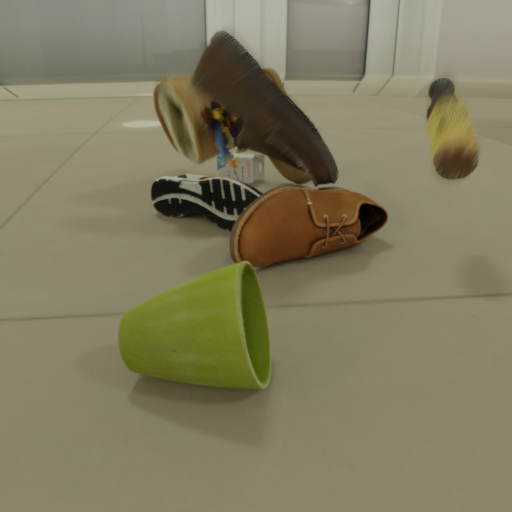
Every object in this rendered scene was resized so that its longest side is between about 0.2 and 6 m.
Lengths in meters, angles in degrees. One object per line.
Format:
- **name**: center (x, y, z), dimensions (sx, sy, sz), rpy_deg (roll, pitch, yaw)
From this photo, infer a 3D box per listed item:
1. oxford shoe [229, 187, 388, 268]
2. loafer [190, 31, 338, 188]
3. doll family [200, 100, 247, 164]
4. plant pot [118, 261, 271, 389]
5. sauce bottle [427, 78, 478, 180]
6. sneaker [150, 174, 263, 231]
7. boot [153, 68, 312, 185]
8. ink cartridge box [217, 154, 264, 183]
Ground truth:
- **oxford shoe**: center (1.059, -0.573, 9.923), dimensions (1.296, 1.297, 3.636), rpy_deg (18, 27, 42)
- **loafer**: center (0.162, -2.410, 10.164), dimensions (1.220, 3.436, 1.255), rpy_deg (-40, 24, 16)
- **doll family**: center (-0.639, -2.597, 11.034), dimensions (0.738, 1.087, 1.880), rpy_deg (-17, 31, 3)
- **plant pot**: center (-0.744, 0.912, 6.565), dimensions (1.559, 1.458, 1.458), rpy_deg (-10, 21, 11)
- **sauce bottle**: center (3.343, -2.303, 9.782), dimensions (0.740, 0.740, 2.241), rpy_deg (1, 50, 3)
- **sneaker**: center (-0.837, -1.302, 12.019), dimensions (2.998, 1.105, 1.199), rpy_deg (16, 25, 32)
- **boot**: center (-0.335, -2.751, 13.145), dimensions (1.245, 3.297, 3.765), rpy_deg (-26, 5, 41)
- **ink cartridge box**: center (-0.409, -2.338, 14.975), dimensions (1.225, 0.705, 0.416), rpy_deg (4, 23, 10)
